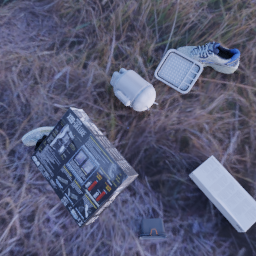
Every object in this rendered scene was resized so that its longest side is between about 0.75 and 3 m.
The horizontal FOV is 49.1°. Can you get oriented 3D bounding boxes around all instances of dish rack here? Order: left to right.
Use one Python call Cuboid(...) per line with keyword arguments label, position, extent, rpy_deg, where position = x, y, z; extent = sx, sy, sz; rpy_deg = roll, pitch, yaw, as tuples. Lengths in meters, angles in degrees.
Cuboid(label="dish rack", position=(2.152, -2.400, 11.963), extent=(1.702, 0.371, 1.461), rpy_deg=(33, 94, 12))

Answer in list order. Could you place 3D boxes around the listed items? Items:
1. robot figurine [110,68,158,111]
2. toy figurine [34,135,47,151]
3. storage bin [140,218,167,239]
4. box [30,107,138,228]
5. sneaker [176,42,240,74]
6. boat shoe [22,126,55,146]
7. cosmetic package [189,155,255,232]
Cuboid(label="robot figurine", position=(0.264, -1.511, 11.358), extent=(2.096, 1.184, 1.778), rpy_deg=(42, 54, 14))
Cuboid(label="toy figurine", position=(-2.327, 0.880, 10.150), extent=(1.831, 1.274, 1.803), rpy_deg=(-29, 96, -10))
Cuboid(label="storage bin", position=(0.854, 3.512, 9.800), extent=(0.935, 0.680, 0.628), rpy_deg=(-3, 59, -1))
Cuboid(label="box", position=(-1.422, 1.135, 8.456), extent=(2.841, 0.707, 2.240), rpy_deg=(47, 107, 20))
Cuboid(label="sneaker", position=(3.416, -3.218, 11.983), extent=(2.798, 1.192, 1.078), rpy_deg=(9, 69, 7))
Cuboid(label="boat shoe", position=(-2.997, 0.378, 10.882), extent=(2.153, 0.794, 0.691), rpy_deg=(-11, 65, -11))
Cuboid(label="cosmetic package", position=(3.529, 2.360, 10.178), extent=(1.076, 0.660, 2.608), rpy_deg=(-36, 74, -13))
